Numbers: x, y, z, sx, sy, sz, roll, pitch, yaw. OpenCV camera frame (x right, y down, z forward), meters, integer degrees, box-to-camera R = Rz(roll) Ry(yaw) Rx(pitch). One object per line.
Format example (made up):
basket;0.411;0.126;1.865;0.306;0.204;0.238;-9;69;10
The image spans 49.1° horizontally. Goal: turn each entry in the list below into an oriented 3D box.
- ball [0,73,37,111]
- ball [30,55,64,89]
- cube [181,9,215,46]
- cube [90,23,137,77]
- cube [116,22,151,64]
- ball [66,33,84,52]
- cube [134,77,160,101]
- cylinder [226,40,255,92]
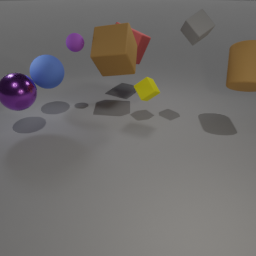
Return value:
ball;-4.115;-1.340;10.412;1.400;1.400;1.400;0;28;0
ball;-3.388;-2.357;11.772;1.400;1.400;1.400;0;28;0
cube;2.270;-3.285;9.173;0.700;0.700;0.700;-37;-3;-8
cube;-0.500;-2.989;10.849;1.400;1.400;1.400;-1;68;15
cube;0.018;-3.941;13.171;1.400;1.400;1.400;30;19;13
ball;-2.036;-3.289;10.776;0.700;0.700;0.700;0;28;0
cube;0.787;-1.591;11.555;0.700;0.700;0.700;-32;-11;22
cylinder;4.123;-2.061;9.515;1.400;1.400;1.400;7;-3;0
